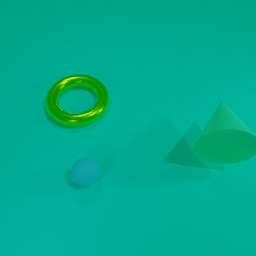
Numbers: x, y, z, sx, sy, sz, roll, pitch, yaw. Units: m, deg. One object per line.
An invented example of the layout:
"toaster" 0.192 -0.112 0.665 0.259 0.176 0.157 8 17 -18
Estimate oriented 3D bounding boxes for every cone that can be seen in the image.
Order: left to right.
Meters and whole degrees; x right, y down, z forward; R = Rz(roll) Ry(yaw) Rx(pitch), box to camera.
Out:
"cone" 2.556 -0.125 7.453 1.579 1.579 1.585 6 54 4

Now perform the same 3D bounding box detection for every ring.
"ring" -1.638 -0.943 9.122 2.082 0.416 2.082 1 56 -1

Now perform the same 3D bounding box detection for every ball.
"ball" -1.146 1.163 7.467 0.750 0.750 0.750 0 56 0
